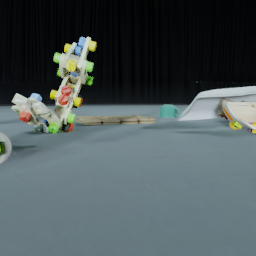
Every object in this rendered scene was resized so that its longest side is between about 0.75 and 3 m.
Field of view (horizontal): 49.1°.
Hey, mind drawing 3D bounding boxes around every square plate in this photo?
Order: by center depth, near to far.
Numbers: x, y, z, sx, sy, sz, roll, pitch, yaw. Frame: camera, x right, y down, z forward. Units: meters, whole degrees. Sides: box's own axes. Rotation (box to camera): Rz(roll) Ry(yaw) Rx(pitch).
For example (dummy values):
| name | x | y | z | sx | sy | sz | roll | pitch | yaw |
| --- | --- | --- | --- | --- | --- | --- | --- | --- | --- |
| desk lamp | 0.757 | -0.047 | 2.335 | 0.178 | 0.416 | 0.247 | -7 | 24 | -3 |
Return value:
| name | x | y | z | sx | sy | sz | roll | pitch | yaw |
| --- | --- | --- | --- | --- | --- | --- | --- | --- | --- |
| square plate | 3.407 | -0.878 | 10.159 | 2.783 | 0.396 | 2.757 | -5 | -13 | -5 |

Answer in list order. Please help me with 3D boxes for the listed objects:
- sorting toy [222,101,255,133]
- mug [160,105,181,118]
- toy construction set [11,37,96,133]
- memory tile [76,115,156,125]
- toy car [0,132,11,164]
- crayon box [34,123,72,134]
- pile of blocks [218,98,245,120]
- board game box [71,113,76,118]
| name | x | y | z | sx | sy | sz | roll | pitch | yaw |
| --- | --- | --- | --- | --- | --- | --- | --- | --- | --- |
| sorting toy | 3.412 | -0.198 | 7.330 | 1.593 | 0.851 | 1.434 | 2 | 14 | 5 |
| mug | 2.052 | -0.834 | 13.728 | 0.982 | 0.607 | 0.807 | -1 | 6 | -7 |
| toy construction set | -1.216 | -0.675 | 5.177 | 0.916 | 1.988 | 1.303 | 29 | -34 | 4 |
| memory tile | -0.516 | -0.325 | 10.721 | 2.774 | 0.233 | 2.126 | -2 | 6 | -18 |
| toy car | -2.184 | 0.107 | 3.671 | 1.131 | 0.848 | 0.990 | 3 | 6 | 24 |
| crayon box | -2.073 | -0.023 | 7.742 | 0.736 | 0.249 | 0.853 | -6 | 8 | -44 |
| pile of blocks | 4.205 | -0.408 | 9.824 | 2.455 | 0.763 | 1.008 | 2 | 40 | -14 |
| board game box | -3.244 | -0.589 | 13.450 | 1.296 | 0.189 | 0.872 | -3 | 6 | -26 |
